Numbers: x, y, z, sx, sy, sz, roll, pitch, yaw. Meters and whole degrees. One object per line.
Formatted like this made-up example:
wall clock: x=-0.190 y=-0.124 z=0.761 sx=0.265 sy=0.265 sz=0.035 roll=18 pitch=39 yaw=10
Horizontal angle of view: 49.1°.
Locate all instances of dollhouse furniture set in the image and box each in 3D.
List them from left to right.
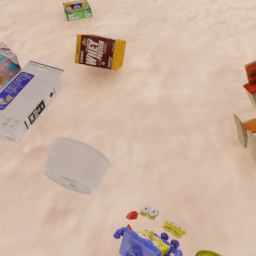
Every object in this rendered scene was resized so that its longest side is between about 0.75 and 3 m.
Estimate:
dollhouse furniture set: x=3.766 y=-0.639 z=6.763 sx=2.523 sy=1.300 sz=2.495 roll=-24 pitch=34 yaw=8

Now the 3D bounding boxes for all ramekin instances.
ramekin: x=-1.132 y=0.868 z=6.037 sx=1.380 sy=1.380 sz=0.724 roll=15 pitch=62 yaw=12

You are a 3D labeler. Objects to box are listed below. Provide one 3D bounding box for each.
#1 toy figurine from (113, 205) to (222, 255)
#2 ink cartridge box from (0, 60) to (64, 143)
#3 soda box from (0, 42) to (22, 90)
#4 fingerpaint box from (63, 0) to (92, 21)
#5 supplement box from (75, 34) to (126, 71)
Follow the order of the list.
toy figurine: x=0.434 y=2.158 z=4.411 sx=2.221 sy=1.331 sz=1.172 roll=24 pitch=93 yaw=39
ink cartridge box: x=-2.939 y=-0.840 z=7.934 sx=1.293 sy=0.510 sz=2.600 roll=18 pitch=55 yaw=14
soda box: x=-4.619 y=-1.384 z=8.095 sx=2.914 sy=0.926 sz=0.997 roll=-34 pitch=58 yaw=-23
fingerpaint box: x=-2.013 y=-4.697 z=11.126 sx=1.002 sy=0.368 sz=0.836 roll=-14 pitch=52 yaw=-11
supplement box: x=-0.807 y=-2.331 z=8.518 sx=1.247 sy=0.828 sz=1.230 roll=11 pitch=20 yaw=6
